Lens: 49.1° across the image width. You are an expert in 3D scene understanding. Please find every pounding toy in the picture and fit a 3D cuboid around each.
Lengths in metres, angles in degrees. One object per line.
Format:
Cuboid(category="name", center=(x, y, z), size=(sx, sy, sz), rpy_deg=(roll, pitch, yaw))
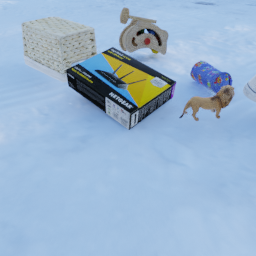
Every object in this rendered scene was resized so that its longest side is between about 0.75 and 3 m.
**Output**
Cuboid(category="pounding toy", center=(0.623, -3.628, 11.380), size=(2.560, 1.464, 1.468), rpy_deg=(17, 12, -31))

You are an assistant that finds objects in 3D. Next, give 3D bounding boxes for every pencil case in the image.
Cuboid(category="pencil case", center=(2.805, -1.731, 9.476), size=(0.815, 0.732, 1.876), rpy_deg=(-17, 27, -4))

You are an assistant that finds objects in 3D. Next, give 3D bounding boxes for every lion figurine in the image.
Cuboid(category="lion figurine", center=(2.161, -0.681, 7.700), size=(1.498, 0.917, 0.543), rpy_deg=(-11, 47, -7))

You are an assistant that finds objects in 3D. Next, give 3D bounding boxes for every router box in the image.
Cuboid(category="router box", center=(-0.244, -1.383, 8.776), size=(2.796, 0.714, 2.086), rpy_deg=(35, 54, 27))

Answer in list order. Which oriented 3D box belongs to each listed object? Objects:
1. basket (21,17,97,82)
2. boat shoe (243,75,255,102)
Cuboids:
Cuboid(category="basket", center=(-2.677, -3.157, 10.854), size=(2.736, 1.688, 1.855), rpy_deg=(27, 42, 33))
Cuboid(category="boat shoe", center=(4.541, -0.797, 7.742), size=(2.566, 0.857, 0.944), rpy_deg=(19, 46, -6))
